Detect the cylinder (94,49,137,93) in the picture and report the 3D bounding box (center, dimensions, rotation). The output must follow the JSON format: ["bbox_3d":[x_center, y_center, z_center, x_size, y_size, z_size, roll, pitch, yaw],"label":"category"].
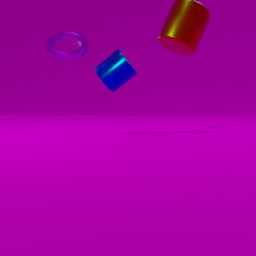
[{"bbox_3d":[-0.520,-2.452,12.051,1.361,1.361,1.361,-37,-3,9],"label":"cylinder"}]

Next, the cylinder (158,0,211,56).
[{"bbox_3d":[1.139,-2.025,5.707,0.827,0.827,0.827,24,-1,0],"label":"cylinder"}]

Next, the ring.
[{"bbox_3d":[-2.379,-3.268,11.042,1.664,1.664,0.333,0,-37,-5],"label":"ring"}]
